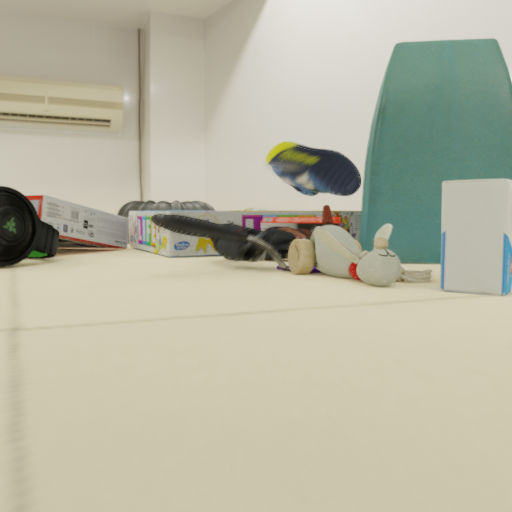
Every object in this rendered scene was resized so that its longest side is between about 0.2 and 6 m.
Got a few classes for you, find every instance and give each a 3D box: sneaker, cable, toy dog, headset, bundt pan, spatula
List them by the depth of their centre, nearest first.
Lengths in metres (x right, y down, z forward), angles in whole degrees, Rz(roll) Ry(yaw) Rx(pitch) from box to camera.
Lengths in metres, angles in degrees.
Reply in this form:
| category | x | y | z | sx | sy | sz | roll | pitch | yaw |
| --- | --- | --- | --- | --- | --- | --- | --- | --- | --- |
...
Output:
| category | x | y | z | sx | sy | sz | roll | pitch | yaw |
| --- | --- | --- | --- | --- | --- | --- | --- | --- | --- |
| toy dog | 0.947 | -0.145 | 5.683 | 1.041 | 0.760 | 1.579 | -3 | 5 | -40 |
| spatula | 0.004 | -0.083 | 6.197 | 2.539 | 0.261 | 0.718 | 19 | -8 | -32 |
| headset | -3.708 | -0.189 | 6.864 | 1.831 | 1.393 | 2.966 | 4 | -10 | 11 |
| cable | 0.211 | -0.161 | 7.316 | 1.562 | 0.486 | 1.915 | 2 | 0 | -22 |
| sneaker | 1.068 | -1.430 | 9.852 | 1.914 | 0.708 | 0.787 | 29 | -19 | 37 |
| bundt pan | -2.147 | -0.831 | 13.575 | 2.707 | 1.016 | 2.707 | -1 | 5 | 0 |

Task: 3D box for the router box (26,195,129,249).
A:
| category | x | y | z | sx | sy | sz | roll | pitch | yaw |
| --- | --- | --- | --- | --- | --- | --- | --- | --- | --- |
| router box | -3.750 | -0.535 | 9.706 | 2.138 | 0.582 | 2.383 | 1 | -5 | 20 |

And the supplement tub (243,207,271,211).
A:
| category | x | y | z | sx | sy | sz | roll | pitch | yaw |
| --- | --- | --- | --- | --- | --- | --- | --- | --- | --- |
| supplement tub | -0.021 | -0.690 | 12.809 | 0.834 | 0.834 | 1.155 | -1 | 4 | -17 |

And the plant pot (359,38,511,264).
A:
| category | x | y | z | sx | sy | sz | roll | pitch | yaw |
| --- | --- | --- | --- | --- | --- | --- | --- | --- | --- |
| plant pot | 2.664 | -1.461 | 8.256 | 2.141 | 3.029 | 2.140 | 1 | 4 | 8 |

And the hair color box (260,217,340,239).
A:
| category | x | y | z | sx | sy | sz | roll | pitch | yaw |
| --- | --- | --- | --- | --- | --- | --- | --- | --- | --- |
| hair color box | 0.668 | -0.267 | 8.356 | 1.154 | 0.586 | 0.353 | 0 | 19 | 11 |

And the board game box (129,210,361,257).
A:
| category | x | y | z | sx | sy | sz | roll | pitch | yaw |
| --- | --- | --- | --- | --- | --- | --- | --- | --- | --- |
| board game box | 0.022 | -0.488 | 10.509 | 4.245 | 0.726 | 2.854 | -2 | 4 | -25 |

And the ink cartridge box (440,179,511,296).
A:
| category | x | y | z | sx | sy | sz | roll | pitch | yaw |
| --- | --- | --- | --- | --- | --- | --- | --- | --- | --- |
| ink cartridge box | 2.112 | -0.192 | 5.082 | 0.554 | 0.945 | 1.308 | 3 | 5 | 34 |
